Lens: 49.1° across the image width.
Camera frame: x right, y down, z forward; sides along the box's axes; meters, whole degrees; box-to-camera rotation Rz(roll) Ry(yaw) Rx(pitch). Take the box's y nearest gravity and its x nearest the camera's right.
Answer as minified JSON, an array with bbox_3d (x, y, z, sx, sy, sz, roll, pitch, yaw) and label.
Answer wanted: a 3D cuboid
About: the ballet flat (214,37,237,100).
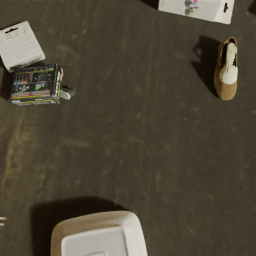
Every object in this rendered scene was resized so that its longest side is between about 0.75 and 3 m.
[{"bbox_3d":[3.241,-2.010,9.022,0.745,0.795,2.198,11,70,4],"label":"ballet flat"}]

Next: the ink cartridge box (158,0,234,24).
[{"bbox_3d":[2.560,-4.823,10.023,2.657,0.901,1.530,14,70,5],"label":"ink cartridge box"}]

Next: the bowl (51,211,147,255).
[{"bbox_3d":[-0.717,3.378,6.945,2.483,0.927,2.480,-8,70,-4],"label":"bowl"}]

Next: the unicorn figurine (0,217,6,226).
[{"bbox_3d":[-3.551,2.407,7.241,0.670,0.976,0.360,-1,50,19],"label":"unicorn figurine"}]

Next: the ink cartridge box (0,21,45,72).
[{"bbox_3d":[-3.743,-2.801,9.585,1.286,0.380,1.607,-25,67,-9],"label":"ink cartridge box"}]

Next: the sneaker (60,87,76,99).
[{"bbox_3d":[-2.029,-1.190,9.014,0.850,0.301,0.422,27,41,29],"label":"sneaker"}]

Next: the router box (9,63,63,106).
[{"bbox_3d":[-2.853,-1.328,8.764,1.547,0.480,1.159,-3,69,13],"label":"router box"}]
